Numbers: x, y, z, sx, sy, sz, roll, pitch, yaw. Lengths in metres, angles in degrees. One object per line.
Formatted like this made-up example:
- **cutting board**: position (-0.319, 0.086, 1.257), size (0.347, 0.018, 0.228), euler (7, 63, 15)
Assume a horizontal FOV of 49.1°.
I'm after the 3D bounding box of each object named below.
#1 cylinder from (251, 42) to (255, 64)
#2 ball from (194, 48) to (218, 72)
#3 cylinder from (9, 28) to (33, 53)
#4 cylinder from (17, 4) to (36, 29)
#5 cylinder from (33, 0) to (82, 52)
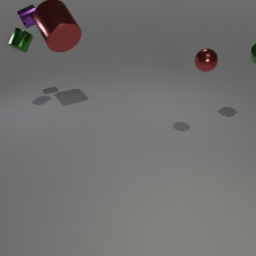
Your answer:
- **cylinder**: position (4.700, -2.655, 9.824), size (0.700, 0.700, 0.700), euler (16, -1, 24)
- **ball**: position (2.385, -2.063, 8.540), size (0.700, 0.700, 0.700), euler (0, 31, 0)
- **cylinder**: position (-4.104, -3.360, 10.747), size (0.700, 0.700, 0.700), euler (23, -1, 1)
- **cylinder**: position (-3.921, -4.433, 11.142), size (0.700, 0.700, 0.700), euler (-29, 37, -8)
- **cylinder**: position (-2.692, -3.880, 10.694), size (1.400, 1.400, 1.400), euler (-20, 67, -30)
